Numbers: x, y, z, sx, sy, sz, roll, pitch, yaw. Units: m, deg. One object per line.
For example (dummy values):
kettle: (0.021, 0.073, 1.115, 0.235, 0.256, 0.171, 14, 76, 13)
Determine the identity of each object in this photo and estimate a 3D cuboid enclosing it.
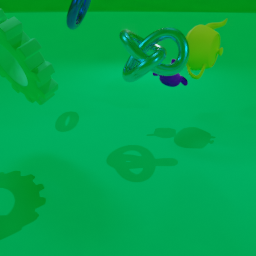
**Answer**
teapot: (2.199, -2.292, 7.945, 0.999, 2.041, 1.269, 18, -12, 28)
ring: (-1.566, -3.909, 9.068, 0.302, 1.508, 1.508, 26, 25, -6)
knot shape: (0.454, -1.897, 6.875, 1.784, 0.824, 1.670, -29, 55, -17)
gear: (-2.191, -1.330, 5.501, 1.910, 1.910, 0.353, 21, 55, 38)
monkey head: (1.280, -1.597, 8.174, 1.056, 0.760, 0.636, 19, 26, 4)
